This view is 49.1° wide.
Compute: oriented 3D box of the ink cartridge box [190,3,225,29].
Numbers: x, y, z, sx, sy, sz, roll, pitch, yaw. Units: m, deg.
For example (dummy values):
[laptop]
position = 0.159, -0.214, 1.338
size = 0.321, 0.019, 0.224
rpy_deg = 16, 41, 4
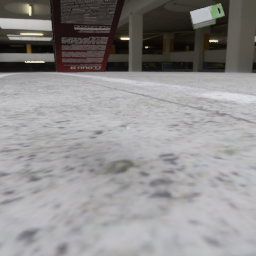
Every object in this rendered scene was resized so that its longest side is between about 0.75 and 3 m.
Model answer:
[ink cartridge box]
position = 2.067, -2.919, 7.341
size = 0.800, 0.416, 0.237
rpy_deg = -12, -21, 11

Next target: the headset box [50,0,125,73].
[headset box]
position = -0.756, -2.137, 4.430
size = 0.962, 1.854, 2.491
rpy_deg = -3, -15, -12
